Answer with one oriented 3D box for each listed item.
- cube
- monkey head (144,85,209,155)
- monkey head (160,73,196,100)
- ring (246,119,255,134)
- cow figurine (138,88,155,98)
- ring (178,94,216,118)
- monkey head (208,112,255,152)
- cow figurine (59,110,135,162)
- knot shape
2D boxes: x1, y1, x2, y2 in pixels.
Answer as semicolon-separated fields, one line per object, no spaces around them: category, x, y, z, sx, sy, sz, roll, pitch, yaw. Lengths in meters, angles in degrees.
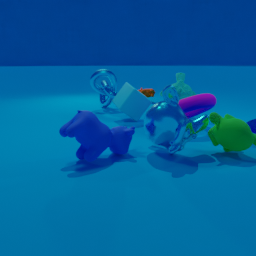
cube;0.127;-0.920;9.804;0.875;0.875;0.875;33;10;-30
monkey head;1.046;-0.131;6.282;1.351;1.878;1.132;-27;63;-26
monkey head;1.993;-1.530;10.877;1.455;1.047;0.877;4;-19;4
ring;4.064;0.044;7.457;1.853;0.371;1.853;-4;14;1
cow figurine;0.910;-1.776;14.220;0.990;0.543;0.974;-5;13;10
ring;1.719;-0.542;8.632;2.016;0.403;2.016;-17;-8;-3
monkey head;2.385;0.028;6.338;1.431;1.030;0.863;27;-26;-2
cow figurine;-0.581;0.105;6.068;1.401;1.423;0.781;-44;24;-27
knot shape;-0.763;-1.556;12.057;1.695;1.812;0.837;34;63;22
